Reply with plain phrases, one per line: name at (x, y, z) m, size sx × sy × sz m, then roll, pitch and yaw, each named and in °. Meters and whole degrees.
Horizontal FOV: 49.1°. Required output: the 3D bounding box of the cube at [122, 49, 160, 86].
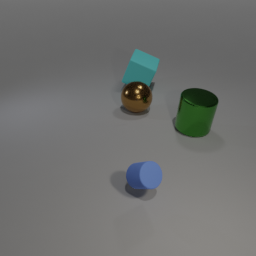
cube at (0.664, -2.979, 14.527) m, size 1.400 × 1.400 × 1.400 m, roll 23°, pitch 40°, yaw -3°

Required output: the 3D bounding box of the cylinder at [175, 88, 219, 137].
cylinder at (2.606, -0.604, 10.753) m, size 1.400 × 1.400 × 1.400 m, roll 3°, pitch 37°, yaw -2°

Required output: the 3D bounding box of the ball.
ball at (0.382, -1.363, 12.345) m, size 1.400 × 1.400 × 1.400 m, roll 0°, pitch 29°, yaw 0°

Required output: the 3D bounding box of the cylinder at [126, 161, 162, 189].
cylinder at (0.415, 1.233, 7.292) m, size 0.700 × 0.700 × 0.700 m, roll -20°, pitch 1°, yaw -32°
